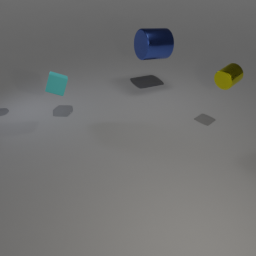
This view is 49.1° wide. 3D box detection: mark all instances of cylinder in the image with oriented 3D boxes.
[{"bbox_3d":[3.415,-1.749,9.502,0.700,0.700,0.700,-33,44,-27],"label":"cylinder"},{"bbox_3d":[1.197,-3.934,13.125,1.400,1.400,1.400,-10,33,-25],"label":"cylinder"}]

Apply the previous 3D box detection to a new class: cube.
[{"bbox_3d":[-2.770,-1.722,10.869,0.700,0.700,0.700,14,15,-17],"label":"cube"}]
